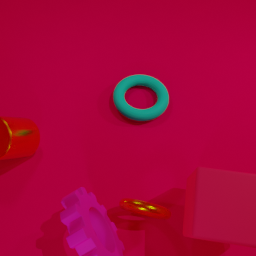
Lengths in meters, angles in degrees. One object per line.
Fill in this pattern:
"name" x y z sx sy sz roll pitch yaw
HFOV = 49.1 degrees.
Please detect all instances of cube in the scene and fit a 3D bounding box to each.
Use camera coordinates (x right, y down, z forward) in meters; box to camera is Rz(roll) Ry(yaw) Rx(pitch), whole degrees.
"cube" 1.962 1.683 5.888 1.350 1.350 1.350 7 71 5

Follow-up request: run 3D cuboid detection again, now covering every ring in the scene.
"ring" 0.391 -0.937 8.417 1.677 0.335 1.677 1 58 -2
"ring" 0.385 1.841 6.360 1.207 1.207 0.241 12 71 7

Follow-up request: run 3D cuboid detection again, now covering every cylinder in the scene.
"cylinder" -3.002 0.253 7.122 1.075 1.075 1.075 0 89 22

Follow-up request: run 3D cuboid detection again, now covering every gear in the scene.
"gear" -0.654 2.115 5.626 0.349 1.885 1.885 -32 63 3
